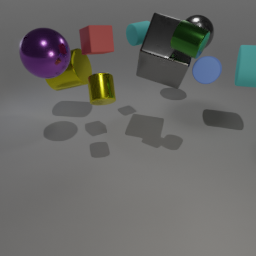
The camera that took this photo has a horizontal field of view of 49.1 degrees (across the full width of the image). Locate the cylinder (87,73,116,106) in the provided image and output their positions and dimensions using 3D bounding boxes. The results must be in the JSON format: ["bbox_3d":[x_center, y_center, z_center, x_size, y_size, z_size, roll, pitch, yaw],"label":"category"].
[{"bbox_3d":[-0.704,-1.023,7.471,0.700,0.700,0.700,-7,-9,-1],"label":"cylinder"}]

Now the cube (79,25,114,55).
[{"bbox_3d":[-0.872,-2.433,7.779,0.700,0.700,0.700,-12,14,-30],"label":"cube"}]

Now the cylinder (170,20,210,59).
[{"bbox_3d":[1.488,-2.120,6.723,0.700,0.700,0.700,30,40,16],"label":"cylinder"}]

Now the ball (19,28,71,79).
[{"bbox_3d":[-2.340,-2.112,7.960,1.400,1.400,1.400,0,32,0],"label":"ball"}]

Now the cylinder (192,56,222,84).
[{"bbox_3d":[2.115,-1.551,7.460,0.700,0.700,0.700,12,18,19],"label":"cylinder"}]

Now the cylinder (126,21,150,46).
[{"bbox_3d":[0.402,-3.145,9.312,0.700,0.700,0.700,-22,38,-28],"label":"cylinder"}]

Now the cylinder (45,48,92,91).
[{"bbox_3d":[-2.356,-2.273,11.010,1.400,1.400,1.400,-8,27,23],"label":"cylinder"}]

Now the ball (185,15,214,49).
[{"bbox_3d":[2.756,-3.828,11.334,1.400,1.400,1.400,0,32,0],"label":"ball"}]

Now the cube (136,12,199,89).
[{"bbox_3d":[1.149,-2.249,8.324,1.400,1.400,1.400,18,71,3],"label":"cube"}]

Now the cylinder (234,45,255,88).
[{"bbox_3d":[4.496,-2.093,9.607,1.400,1.400,1.400,7,32,16],"label":"cylinder"}]
